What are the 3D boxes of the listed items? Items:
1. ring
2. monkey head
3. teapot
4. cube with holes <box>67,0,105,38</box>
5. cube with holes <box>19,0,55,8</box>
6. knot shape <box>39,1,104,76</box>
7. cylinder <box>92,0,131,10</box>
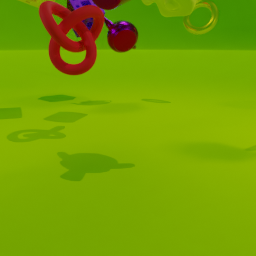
[{"bbox_3d":[2.645,-4.056,10.228,1.296,1.296,0.259,8,-1,23],"label":"ring"},{"bbox_3d":[0.692,-2.279,3.923,1.705,1.027,1.226,35,-12,8],"label":"monkey head"},{"bbox_3d":[-0.286,-3.429,10.216,1.886,1.173,0.924,29,26,-44],"label":"teapot"},{"bbox_3d":[-1.656,-4.336,10.752,1.052,1.052,1.052,-23,-15,-23],"label":"cube with holes"},{"bbox_3d":[-2.576,-4.158,7.700,1.200,1.200,1.200,12,3,-26],"label":"cube with holes"},{"bbox_3d":[-1.314,-2.163,6.261,0.774,1.676,1.568,15,-15,48],"label":"knot shape"},{"bbox_3d":[-0.359,-3.792,7.389,1.072,1.072,1.072,9,37,27],"label":"cylinder"}]
